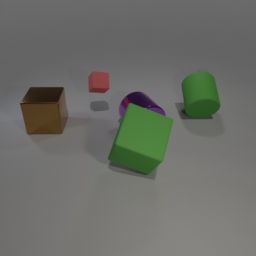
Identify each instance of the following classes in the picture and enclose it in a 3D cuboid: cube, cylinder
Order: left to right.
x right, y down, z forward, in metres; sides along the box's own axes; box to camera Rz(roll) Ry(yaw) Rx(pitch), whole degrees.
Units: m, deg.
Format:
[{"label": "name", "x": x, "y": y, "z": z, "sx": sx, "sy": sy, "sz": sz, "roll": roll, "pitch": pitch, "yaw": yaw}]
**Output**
[{"label": "cube", "x": -3.262, "y": -0.711, "z": 11.111, "sx": 1.400, "sy": 1.400, "sz": 1.400, "roll": 0, "pitch": 33, "yaw": -2}, {"label": "cube", "x": -1.209, "y": -1.873, "z": 11.545, "sx": 0.700, "sy": 0.700, "sz": 0.700, "roll": 0, "pitch": -9, "yaw": -22}, {"label": "cube", "x": 0.350, "y": 0.359, "z": 8.391, "sx": 1.400, "sy": 1.400, "sz": 1.400, "roll": 20, "pitch": 63, "yaw": -3}, {"label": "cylinder", "x": 0.531, "y": -0.510, "z": 10.814, "sx": 1.400, "sy": 1.400, "sz": 1.400, "roll": -13, "pitch": 34, "yaw": -19}, {"label": "cylinder", "x": 2.998, "y": -1.360, "z": 11.626, "sx": 1.400, "sy": 1.400, "sz": 1.400, "roll": -1, "pitch": 60, "yaw": -1}]

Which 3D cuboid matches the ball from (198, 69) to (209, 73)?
[{"label": "ball", "x": 3.852, "y": -2.676, "z": 14.469, "sx": 0.700, "sy": 0.700, "sz": 0.700, "roll": 0, "pitch": 32, "yaw": 0}]
